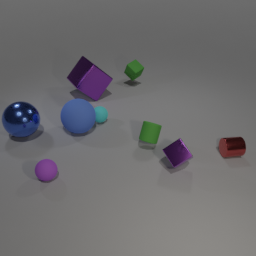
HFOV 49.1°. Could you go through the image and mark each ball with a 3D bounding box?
[{"bbox_3d":[-4.127,-0.330,10.845,1.400,1.400,1.400,0,31,0],"label":"ball"},{"bbox_3d":[-2.610,1.339,8.943,0.700,0.700,0.700,0,31,0],"label":"ball"},{"bbox_3d":[-1.995,-0.476,11.245,1.400,1.400,1.400,0,31,0],"label":"ball"},{"bbox_3d":[-1.209,-0.585,12.025,0.700,0.700,0.700,0,31,0],"label":"ball"}]

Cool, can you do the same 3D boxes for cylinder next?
[{"bbox_3d":[3.724,0.676,10.027,0.700,0.700,0.700,-4,32,-7],"label":"cylinder"},{"bbox_3d":[0.821,0.160,10.340,0.700,0.700,0.700,15,6,-1],"label":"cylinder"}]

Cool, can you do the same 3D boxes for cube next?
[{"bbox_3d":[0.331,-3.139,15.186,0.700,0.700,0.700,-38,78,-29],"label":"cube"},{"bbox_3d":[1.659,0.848,9.255,0.700,0.700,0.700,-34,73,8],"label":"cube"},{"bbox_3d":[-1.907,-2.460,13.919,1.400,1.400,1.400,31,8,-44],"label":"cube"}]
